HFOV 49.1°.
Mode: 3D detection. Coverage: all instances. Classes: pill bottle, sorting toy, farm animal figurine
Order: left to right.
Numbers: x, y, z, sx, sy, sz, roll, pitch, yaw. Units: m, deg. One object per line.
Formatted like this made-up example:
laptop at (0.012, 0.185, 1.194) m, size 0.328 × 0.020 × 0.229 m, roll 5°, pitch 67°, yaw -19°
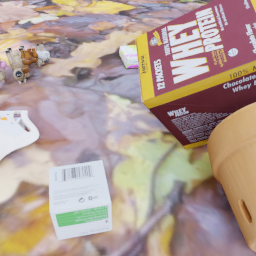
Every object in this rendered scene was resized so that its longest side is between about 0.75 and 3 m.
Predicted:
sorting toy at (-3.728, 0.052, 7.641) m, size 2.240 × 1.329 × 2.488 m, roll -13°, pitch 39°, yaw -31°
pill bottle at (-3.589, -0.060, 8.205) m, size 0.977 × 0.556 × 0.556 m, roll 4°, pitch 38°, yaw 6°
farm animal figurine at (-4.394, -2.340, 10.703) m, size 2.435 × 1.270 × 2.408 m, roll -5°, pitch 26°, yaw 5°

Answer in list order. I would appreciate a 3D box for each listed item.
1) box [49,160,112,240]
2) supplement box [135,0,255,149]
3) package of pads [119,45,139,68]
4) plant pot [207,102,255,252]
box at (-0.988, 1.481, 5.862) m, size 1.168 × 1.006 × 1.174 m, roll -8°, pitch 40°, yaw -10°
supplement box at (2.058, -1.143, 6.591) m, size 2.766 × 2.805 × 1.862 m, roll -18°, pitch 58°, yaw 24°
package of pads at (0.292, -3.106, 12.142) m, size 1.159 × 0.511 × 1.500 m, roll -6°, pitch 38°, yaw -10°
plant pot at (3.112, 1.078, 5.152) m, size 2.975 × 2.975 × 2.083 m, roll 1°, pitch 55°, yaw 2°
